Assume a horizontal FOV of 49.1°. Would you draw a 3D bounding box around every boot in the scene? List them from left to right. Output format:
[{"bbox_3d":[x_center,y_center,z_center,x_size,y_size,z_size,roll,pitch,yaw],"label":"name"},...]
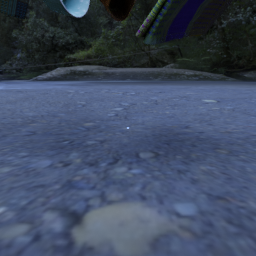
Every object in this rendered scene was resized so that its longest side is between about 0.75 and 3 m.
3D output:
[{"bbox_3d":[-0.442,-2.793,4.906,0.967,1.959,2.523,-31,0,-2],"label":"boot"}]

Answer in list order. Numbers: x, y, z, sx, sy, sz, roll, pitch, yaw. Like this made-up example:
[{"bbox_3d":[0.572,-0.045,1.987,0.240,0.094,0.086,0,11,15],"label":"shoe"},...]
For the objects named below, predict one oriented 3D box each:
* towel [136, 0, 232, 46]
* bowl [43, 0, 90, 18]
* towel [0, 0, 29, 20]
[{"bbox_3d":[1.314,-2.202,4.643,0.298,1.877,2.614,48,36,9],"label":"towel"},{"bbox_3d":[-1.815,-3.813,7.617,0.856,1.636,1.636,2,11,25],"label":"bowl"},{"bbox_3d":[-2.849,-3.004,5.732,1.653,1.212,0.179,8,46,-30],"label":"towel"}]
